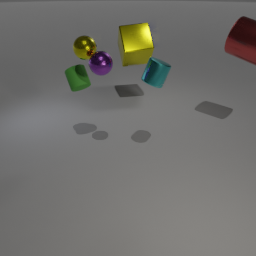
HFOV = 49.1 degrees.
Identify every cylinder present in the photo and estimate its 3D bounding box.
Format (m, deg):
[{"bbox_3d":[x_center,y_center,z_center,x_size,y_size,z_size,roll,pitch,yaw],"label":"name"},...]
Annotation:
[{"bbox_3d":[4.524,-3.170,10.259,1.400,1.400,1.400,34,41,26],"label":"cylinder"},{"bbox_3d":[-1.681,-1.668,9.388,0.700,0.700,0.700,-21,-1,-1],"label":"cylinder"},{"bbox_3d":[0.837,-1.654,8.351,0.700,0.700,0.700,20,23,-9],"label":"cylinder"}]

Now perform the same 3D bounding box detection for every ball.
[{"bbox_3d":[-0.788,-1.875,8.135,0.700,0.700,0.700,0,28,0],"label":"ball"},{"bbox_3d":[-1.290,-2.395,8.364,0.700,0.700,0.700,0,28,0],"label":"ball"}]

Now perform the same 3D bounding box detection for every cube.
[{"bbox_3d":[0.334,-3.935,13.320,1.400,1.400,1.400,-9,-15,-7],"label":"cube"}]
